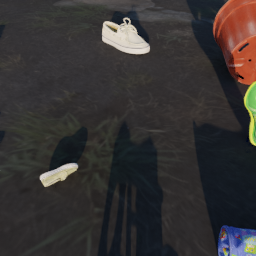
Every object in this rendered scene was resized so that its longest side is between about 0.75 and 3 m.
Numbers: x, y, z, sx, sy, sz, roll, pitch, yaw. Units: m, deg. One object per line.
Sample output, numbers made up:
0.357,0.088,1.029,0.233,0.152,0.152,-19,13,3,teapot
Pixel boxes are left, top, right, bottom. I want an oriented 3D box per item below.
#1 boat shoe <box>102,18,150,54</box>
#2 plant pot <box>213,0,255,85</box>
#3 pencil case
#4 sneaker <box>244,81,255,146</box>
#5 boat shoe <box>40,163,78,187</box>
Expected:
-0.144,-4.528,13.352,1.117,1.289,3.025,-27,45,-30,boat shoe
4.859,-3.320,10.853,2.875,2.875,2.796,6,47,7,plant pot
2.629,2.313,4.960,1.975,0.771,0.858,7,38,10,pencil case
3.589,-0.347,7.284,0.722,1.950,0.815,-28,25,-19,sneaker
-1.661,1.154,6.887,0.953,0.343,0.296,-21,68,-21,boat shoe
